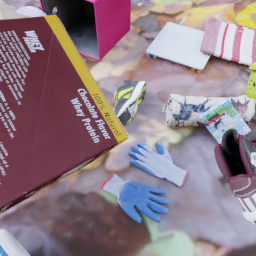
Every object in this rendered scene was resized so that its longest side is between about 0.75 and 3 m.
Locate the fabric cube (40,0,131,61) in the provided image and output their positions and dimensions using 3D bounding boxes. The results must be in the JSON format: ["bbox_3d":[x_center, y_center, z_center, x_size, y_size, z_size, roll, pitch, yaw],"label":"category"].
[{"bbox_3d":[-1.506,-4.522,10.781,2.457,2.411,2.450,24,56,18],"label":"fabric cube"}]

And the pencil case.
[{"bbox_3d":[2.407,-0.532,8.632,2.595,1.161,1.010,1,93,2],"label":"pencil case"}]

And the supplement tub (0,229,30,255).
[{"bbox_3d":[-2.861,3.192,5.571,1.391,1.391,1.922,36,61,24],"label":"supplement tub"}]

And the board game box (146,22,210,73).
[{"bbox_3d":[2.203,-3.247,11.139,2.281,0.295,2.281,22,56,16],"label":"board game box"}]

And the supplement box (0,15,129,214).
[{"bbox_3d":[-2.178,-0.179,5.231,2.954,1.962,2.914,-28,85,-41],"label":"supplement box"}]

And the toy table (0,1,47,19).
[{"bbox_3d":[-4.030,-3.726,10.549,2.270,2.086,1.329,11,34,40],"label":"toy table"}]

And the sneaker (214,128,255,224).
[{"bbox_3d":[1.827,0.302,4.146,1.146,0.751,1.985,50,37,-15],"label":"sneaker"}]

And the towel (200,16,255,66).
[{"bbox_3d":[4.417,-3.282,10.924,2.991,0.340,2.154,18,56,4],"label":"towel"}]

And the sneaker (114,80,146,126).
[{"bbox_3d":[-0.113,-0.838,9.117,0.885,0.779,2.093,16,45,19],"label":"sneaker"}]

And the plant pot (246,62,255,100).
[{"bbox_3d":[2.959,-0.983,5.642,0.820,0.744,0.816,-12,19,-10],"label":"plant pot"}]

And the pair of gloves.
[{"bbox_3d":[0.533,1.358,7.674,1.887,0.267,2.347,28,59,19],"label":"pair of gloves"}]

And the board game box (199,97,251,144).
[{"bbox_3d":[2.778,-0.128,8.033,0.939,1.241,0.227,-36,21,19],"label":"board game box"}]
